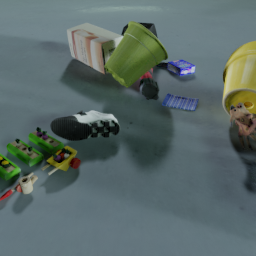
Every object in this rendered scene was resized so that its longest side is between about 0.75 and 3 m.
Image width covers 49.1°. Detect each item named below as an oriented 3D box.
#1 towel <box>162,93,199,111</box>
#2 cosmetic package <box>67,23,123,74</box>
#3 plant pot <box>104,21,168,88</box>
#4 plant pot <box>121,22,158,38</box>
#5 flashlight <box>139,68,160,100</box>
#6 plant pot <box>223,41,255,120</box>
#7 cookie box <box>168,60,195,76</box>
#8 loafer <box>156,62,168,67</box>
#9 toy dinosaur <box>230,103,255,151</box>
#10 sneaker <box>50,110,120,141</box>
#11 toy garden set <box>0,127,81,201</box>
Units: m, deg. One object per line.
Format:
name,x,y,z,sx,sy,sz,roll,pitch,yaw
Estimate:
towel,1.709,-0.850,9.090,1.078,0.129,0.780,12,35,17
cosmetic package,-1.371,-3.410,11.844,1.140,1.350,2.612,-29,43,-28
plant pot,0.146,-2.335,9.533,1.695,1.785,1.785,-49,44,0
plant pot,0.489,-3.795,12.411,1.685,1.498,1.689,9,33,13
flashlight,0.606,-1.849,10.037,0.789,0.792,2.332,-2,32,-1
plant pot,3.669,-1.207,8.175,1.984,1.984,1.867,16,52,24
cookie box,2.168,-2.470,11.410,0.756,0.332,0.884,-16,36,-23
loafer,1.601,-2.727,11.896,0.772,0.243,0.277,5,33,7
toy dinosaur,3.529,0.248,6.739,1.504,0.952,2.219,-25,51,-22
sneaker,-1.161,-0.119,7.521,1.785,0.661,0.790,2,32,-15
toy garden set,-2.375,0.748,6.304,1.856,0.444,2.226,24,40,33
